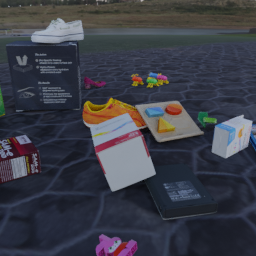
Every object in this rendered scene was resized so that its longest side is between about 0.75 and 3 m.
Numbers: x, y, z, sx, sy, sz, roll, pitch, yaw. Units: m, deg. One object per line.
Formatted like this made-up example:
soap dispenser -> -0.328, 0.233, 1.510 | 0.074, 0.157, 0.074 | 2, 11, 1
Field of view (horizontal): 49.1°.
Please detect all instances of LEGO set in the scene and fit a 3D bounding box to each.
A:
LEGO set -> -0.613, 2.079, 3.490 | 0.682, 0.634, 1.662 | 13, 32, 35

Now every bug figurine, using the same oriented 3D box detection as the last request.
bug figurine -> 1.201, -2.581, 14.704 | 1.545, 0.513, 1.993 | 21, 30, 40

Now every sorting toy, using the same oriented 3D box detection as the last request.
sorting toy -> 1.637, -0.376, 8.975 | 2.416, 0.356, 1.786 | -9, 44, -25

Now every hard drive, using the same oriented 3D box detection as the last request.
hard drive -> 1.008, 1.247, 5.876 | 1.089, 0.257, 1.561 | -4, 23, -11

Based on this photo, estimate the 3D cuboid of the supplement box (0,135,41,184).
supplement box -> -3.200, 0.815, 6.435 | 2.061, 0.628, 1.122 | -13, 26, -32

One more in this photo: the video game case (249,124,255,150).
video game case -> 4.459, 0.541, 7.600 | 1.955, 0.243, 2.731 | 3, 23, 8

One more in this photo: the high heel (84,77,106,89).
high heel -> -1.635, -2.358, 14.062 | 1.233, 0.593, 0.416 | -20, 30, -39

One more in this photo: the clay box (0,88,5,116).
clay box -> -5.706, -1.236, 10.359 | 2.403, 1.381, 0.572 | 10, 25, 23

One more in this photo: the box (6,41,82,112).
box -> -3.103, -2.057, 10.874 | 2.460, 2.502, 1.469 | -2, 23, -5

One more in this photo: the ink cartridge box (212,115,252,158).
ink cartridge box -> 2.933, 0.198, 7.676 | 1.388, 0.799, 0.471 | -18, 29, -36

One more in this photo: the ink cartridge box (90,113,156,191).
ink cartridge box -> -0.163, 0.483, 6.378 | 1.039, 1.044, 1.437 | -22, 26, -4

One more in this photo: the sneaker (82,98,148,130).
sneaker -> -0.239, -0.465, 9.089 | 2.520, 0.972, 0.920 | 2, 22, 0

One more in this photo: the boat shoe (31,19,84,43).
boat shoe -> -2.564, -3.572, 10.215 | 0.872, 0.792, 2.372 | 13, 25, 26
